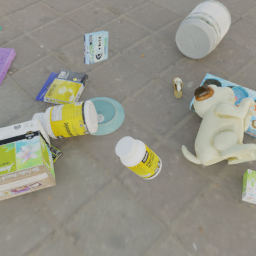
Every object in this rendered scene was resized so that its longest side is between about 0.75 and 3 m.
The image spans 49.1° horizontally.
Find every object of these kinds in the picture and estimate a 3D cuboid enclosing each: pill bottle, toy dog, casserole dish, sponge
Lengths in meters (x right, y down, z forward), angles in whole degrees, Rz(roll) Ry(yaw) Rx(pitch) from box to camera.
[{"bbox_3d":[0.296,0.844,7.980,0.811,1.443,0.811,-21,50,26],"label":"pill bottle"},{"bbox_3d":[3.270,-0.185,10.066,2.778,1.999,2.865,-19,65,34],"label":"toy dog"},{"bbox_3d":[-2.360,-0.266,10.563,2.227,1.239,1.239,-8,53,8],"label":"pill bottle"},{"bbox_3d":[4.215,-1.209,11.096,1.160,0.225,0.703,-31,64,-10],"label":"casserole dish"},{"bbox_3d":[-6.300,-2.917,13.162,1.300,0.347,2.330,5,54,3],"label":"sponge"}]

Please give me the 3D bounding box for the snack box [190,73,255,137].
[{"bbox_3d":[4.233,-0.964,11.411,2.947,0.547,1.712,25,68,17],"label":"snack box"}]

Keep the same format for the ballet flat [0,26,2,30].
[{"bbox_3d":[-7.353,-5.209,14.877,1.204,0.416,0.428,-31,40,-21],"label":"ballet flat"}]

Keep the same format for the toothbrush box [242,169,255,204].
[{"bbox_3d":[4.314,1.997,9.442,0.745,0.440,1.023,14,56,11],"label":"toothbrush box"}]

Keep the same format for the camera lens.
[{"bbox_3d":[3.647,-4.772,13.505,1.973,1.973,2.467,28,58,19],"label":"camera lens"}]

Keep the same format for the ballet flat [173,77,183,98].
[{"bbox_3d":[2.237,-1.892,12.360,0.439,0.403,1.280,1,53,0],"label":"ballet flat"}]

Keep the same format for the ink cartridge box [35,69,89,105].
[{"bbox_3d":[-2.902,-1.824,12.315,1.850,0.435,1.828,12,55,7],"label":"ink cartridge box"}]

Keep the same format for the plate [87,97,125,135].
[{"bbox_3d":[-1.148,-0.591,11.485,2.029,0.259,2.029,0,53,0],"label":"plate"}]

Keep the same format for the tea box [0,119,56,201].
[{"bbox_3d":[-3.716,1.077,9.370,2.067,1.381,2.033,-16,60,-6],"label":"tea box"}]

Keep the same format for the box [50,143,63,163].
[{"bbox_3d":[-3.006,0.940,10.375,0.919,0.203,0.736,30,58,20],"label":"box"}]

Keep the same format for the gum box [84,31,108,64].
[{"bbox_3d":[-1.083,-2.767,9.594,0.249,0.950,1.118,19,30,25],"label":"gum box"}]
